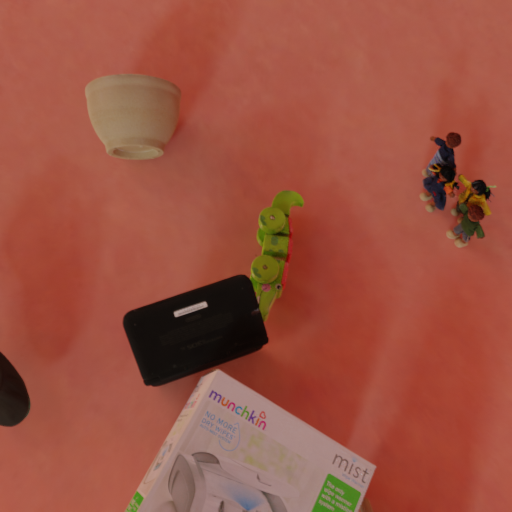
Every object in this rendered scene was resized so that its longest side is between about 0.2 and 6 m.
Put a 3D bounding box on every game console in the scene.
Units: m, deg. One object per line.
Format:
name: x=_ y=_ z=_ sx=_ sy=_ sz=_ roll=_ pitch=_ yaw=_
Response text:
game console: x=-0.845 y=1.139 z=8.143 sx=1.830 sy=1.065 sz=1.610 roll=-19 pitch=106 yaw=-9

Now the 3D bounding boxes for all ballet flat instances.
ballet flat: x=-4.224 y=1.455 z=8.049 sx=0.842 sy=0.847 sz=2.477 roll=-43 pitch=74 yaw=-1

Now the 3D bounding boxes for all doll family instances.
doll family: x=3.437 y=-1.200 z=9.652 sx=0.810 sy=1.193 sz=2.064 roll=-28 pitch=67 yaw=-13

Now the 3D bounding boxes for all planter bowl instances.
planter bowl: x=-2.197 y=-2.394 z=10.110 sx=1.708 sy=1.708 sz=1.150 roll=-2 pitch=86 yaw=-1

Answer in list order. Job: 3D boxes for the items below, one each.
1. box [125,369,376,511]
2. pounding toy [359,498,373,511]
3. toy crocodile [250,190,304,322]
box: x=-0.099 y=3.064 z=7.226 sx=2.483 sy=1.201 sz=2.191 roll=33 pitch=67 yaw=-5
pounding toy: x=1.818 y=4.351 z=6.614 sx=1.589 sy=2.057 sz=2.235 roll=30 pitch=67 yaw=1
toy crocodile: x=0.315 y=-0.037 z=9.306 sx=0.714 sy=0.780 sz=2.312 roll=9 pitch=64 yaw=1
